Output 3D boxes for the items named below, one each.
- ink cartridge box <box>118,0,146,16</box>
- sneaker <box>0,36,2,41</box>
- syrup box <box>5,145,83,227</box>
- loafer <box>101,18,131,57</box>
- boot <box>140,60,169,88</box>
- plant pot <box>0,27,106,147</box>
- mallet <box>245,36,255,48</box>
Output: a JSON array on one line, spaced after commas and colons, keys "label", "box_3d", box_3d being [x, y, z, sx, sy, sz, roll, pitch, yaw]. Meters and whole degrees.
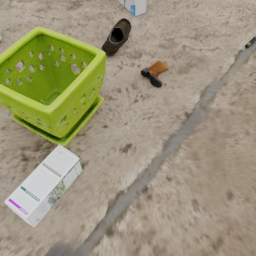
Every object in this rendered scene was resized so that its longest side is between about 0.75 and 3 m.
[{"label": "ink cartridge box", "box_3d": [0.060, -5.550, 11.588, 0.573, 0.995, 1.719, -28, 60, -16]}, {"label": "sneaker", "box_3d": [-5.563, -3.411, 10.419, 1.485, 0.538, 0.847, 26, 63, 17]}, {"label": "syrup box", "box_3d": [-2.020, 1.416, 6.974, 0.763, 0.738, 1.873, 31, 61, 19]}, {"label": "loafer", "box_3d": [-0.293, -3.386, 10.167, 0.698, 0.682, 1.912, 30, 58, -12]}, {"label": "boot", "box_3d": [1.058, -1.847, 9.557, 0.927, 0.337, 0.985, 38, 53, 26]}, {"label": "plant pot", "box_3d": [-2.101, -0.995, 7.763, 2.391, 2.169, 2.379, 26, 60, 17]}, {"label": "mallet", "box_3d": [4.954, -3.622, 10.705, 1.772, 0.365, 0.584, -35, 63, -17]}]
